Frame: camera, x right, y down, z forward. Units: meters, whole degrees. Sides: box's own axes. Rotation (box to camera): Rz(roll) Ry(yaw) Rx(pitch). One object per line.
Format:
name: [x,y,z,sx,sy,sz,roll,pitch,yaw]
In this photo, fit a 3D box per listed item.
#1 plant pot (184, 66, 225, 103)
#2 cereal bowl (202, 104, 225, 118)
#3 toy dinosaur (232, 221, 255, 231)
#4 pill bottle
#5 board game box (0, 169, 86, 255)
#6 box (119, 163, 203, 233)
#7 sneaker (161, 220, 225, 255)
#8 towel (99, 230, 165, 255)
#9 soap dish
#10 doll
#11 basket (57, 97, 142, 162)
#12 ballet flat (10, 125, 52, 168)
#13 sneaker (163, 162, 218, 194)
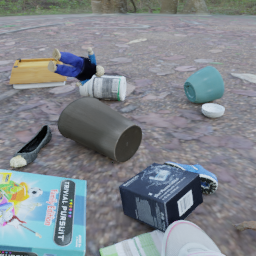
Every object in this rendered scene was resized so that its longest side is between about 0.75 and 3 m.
plant pot: [3.048,-1.686,11.619,1.172,1.460,1.460,-23,33,-13]
cereal bowl: [3.205,-0.614,10.601,0.839,0.350,0.839,-1,28,0]
toy dinosaur: [2.989,1.407,5.025,1.114,1.758,2.595,33,-8,12]
pill bottle: [-1.059,-1.742,11.992,1.851,1.047,1.047,6,28,9]
board game box: [-2.110,1.641,5.353,2.553,0.599,1.927,10,26,-13]
box: [0.708,1.426,6.017,1.280,0.751,1.258,8,25,44]
sneaker: [1.289,2.294,3.987,1.076,1.167,2.646,-8,33,-16]
towel: [0.305,2.369,5.040,1.445,0.222,1.078,-10,29,-18]
soap dish: [-4.451,-2.808,14.008,2.648,1.076,2.083,-5,28,-11]
doll: [-1.401,-1.838,8.346,1.833,1.251,0.444,6,28,-47]
basket: [-0.721,0.064,8.281,2.052,1.396,1.850,27,30,36]
ballet flat: [-2.847,0.524,8.202,0.646,0.553,1.945,5,28,10]
sneaker: [1.557,1.190,7.078,1.422,0.559,0.634,18,22,19]
